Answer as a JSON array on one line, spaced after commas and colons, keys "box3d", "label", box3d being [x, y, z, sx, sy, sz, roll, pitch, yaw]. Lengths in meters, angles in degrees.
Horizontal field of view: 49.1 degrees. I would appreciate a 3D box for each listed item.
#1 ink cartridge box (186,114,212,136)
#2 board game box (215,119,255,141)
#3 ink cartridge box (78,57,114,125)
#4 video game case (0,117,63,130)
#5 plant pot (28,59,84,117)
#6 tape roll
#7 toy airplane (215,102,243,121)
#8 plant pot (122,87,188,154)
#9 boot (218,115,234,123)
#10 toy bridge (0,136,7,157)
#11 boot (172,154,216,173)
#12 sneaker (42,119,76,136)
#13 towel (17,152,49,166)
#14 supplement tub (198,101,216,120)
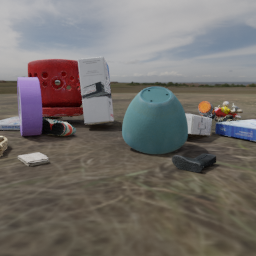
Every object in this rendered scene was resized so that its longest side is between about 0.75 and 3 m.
[{"box3d": [2.026, -0.131, 9.613, 1.143, 0.646, 1.561, 8, 2, 38], "label": "ink cartridge box"}, {"box3d": [4.547, 0.078, 9.657, 2.096, 0.457, 2.106, -5, 11, -30], "label": "board game box"}, {"box3d": [-1.280, -1.455, 11.680, 1.077, 2.558, 1.849, -6, 1, 2], "label": "ink cartridge box"}, {"box3d": [-4.282, -0.218, 12.103, 2.323, 0.280, 2.549, 0, 8, 1], "label": "video game case"}, {"box3d": [-3.201, -1.769, 13.016, 2.720, 2.477, 2.720, 0, 6, 0], "label": "plant pot"}, {"box3d": [-3.470, -0.750, 9.841, 0.665, 2.028, 2.028, -3, 10, -23], "label": "tape roll"}, {"box3d": [4.839, -0.808, 13.559, 1.351, 0.953, 1.345, -2, 0, 21], "label": "toy airplane"}, {"box3d": [0.743, -0.377, 7.666, 1.875, 1.263, 1.875, -2, 38, 1], "label": "plant pot"}, {"box3d": [4.562, -0.338, 12.618, 0.846, 0.305, 0.639, -18, 16, -19], "label": "boot"}, {"box3d": [-3.935, 0.416, 7.976, 0.837, 0.339, 2.491, -4, 9, -38], "label": "toy bridge"}, {"box3d": [1.494, 0.708, 6.269, 0.715, 0.285, 0.867, 20, 24, 34], "label": "boot"}, {"box3d": [-2.537, 0.022, 10.141, 1.608, 0.566, 0.752, 8, -2, 42], "label": "sneaker"}, {"box3d": [-2.253, 0.729, 6.664, 0.534, 0.139, 0.806, -6, 11, -39], "label": "towel"}, {"box3d": [2.838, -0.622, 10.103, 0.530, 0.530, 0.865, 5, -15, 28], "label": "supplement tub"}]
